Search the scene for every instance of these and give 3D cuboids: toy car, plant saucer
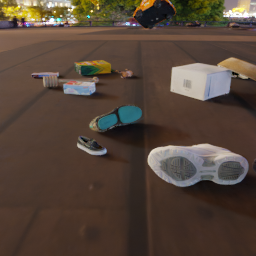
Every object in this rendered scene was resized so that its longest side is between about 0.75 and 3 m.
[{"bbox_3d":[0.136,-4.008,8.417,2.673,0.889,1.311,17,-26,-28],"label":"toy car"},{"bbox_3d":[4.555,-2.003,10.143,2.584,0.458,2.584,20,18,-7],"label":"plant saucer"}]

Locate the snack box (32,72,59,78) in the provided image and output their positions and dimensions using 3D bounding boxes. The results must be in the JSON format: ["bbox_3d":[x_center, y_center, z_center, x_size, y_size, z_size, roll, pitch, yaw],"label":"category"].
[{"bbox_3d":[-3.718,-2.402,12.612,1.158,0.141,0.416,-5,23,-12],"label":"snack box"}]

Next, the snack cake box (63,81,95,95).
[{"bbox_3d":[-1.746,-1.453,10.127,0.997,0.335,0.573,6,25,14],"label":"snack cake box"}]

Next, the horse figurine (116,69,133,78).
[{"bbox_3d":[-0.070,-2.447,12.562,0.635,0.239,0.959,32,31,33],"label":"horse figurine"}]

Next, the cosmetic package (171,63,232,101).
[{"bbox_3d":[2.596,-1.704,9.978,1.503,0.924,1.498,-16,28,-37],"label":"cosmetic package"}]

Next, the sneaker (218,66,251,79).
[{"bbox_3d":[4.669,-2.457,12.272,0.774,0.713,1.935,-23,25,-11],"label":"sneaker"}]

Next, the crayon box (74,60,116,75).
[{"bbox_3d":[-1.567,-2.910,13.426,1.769,0.449,1.123,-10,25,-23],"label":"crayon box"}]

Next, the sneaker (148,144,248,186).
[{"bbox_3d":[1.180,0.601,5.058,1.716,0.669,0.853,7,16,-6],"label":"sneaker"}]

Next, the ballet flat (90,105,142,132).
[{"bbox_3d":[-0.350,-0.265,7.224,1.511,0.512,0.569,-21,12,-37],"label":"ballet flat"}]

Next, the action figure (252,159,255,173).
[{"bbox_3d":[2.947,0.722,4.290,1.825,0.931,1.085,18,18,40],"label":"action figure"}]

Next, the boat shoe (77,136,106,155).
[{"bbox_3d":[-0.793,0.357,5.937,0.768,0.272,0.277,14,27,30],"label":"boat shoe"}]

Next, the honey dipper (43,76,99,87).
[{"bbox_3d":[-2.230,-1.862,11.135,2.164,0.411,0.411,-4,23,-21],"label":"honey dipper"}]
